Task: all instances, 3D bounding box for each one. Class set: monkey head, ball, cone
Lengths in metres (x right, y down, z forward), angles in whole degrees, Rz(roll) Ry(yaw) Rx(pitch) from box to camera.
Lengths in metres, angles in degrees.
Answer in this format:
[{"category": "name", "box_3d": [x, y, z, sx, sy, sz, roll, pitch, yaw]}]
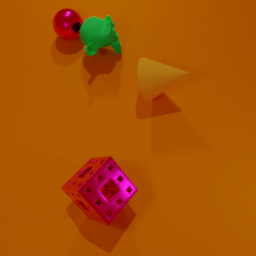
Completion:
[{"category": "monkey head", "box_3d": [-0.815, -2.664, 8.340, 1.057, 1.262, 1.755, -18, 46, 13]}, {"category": "ball", "box_3d": [-1.839, -3.184, 8.633, 0.946, 0.946, 0.946, 0, 66, 0]}, {"category": "cone", "box_3d": [1.036, -1.373, 7.473, 1.220, 1.215, 1.215, -4, 64, 25]}]

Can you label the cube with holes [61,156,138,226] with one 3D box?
[{"category": "cube with holes", "box_3d": [-0.648, 1.365, 6.284, 1.020, 1.020, 1.020, -45, 107, -28]}]
